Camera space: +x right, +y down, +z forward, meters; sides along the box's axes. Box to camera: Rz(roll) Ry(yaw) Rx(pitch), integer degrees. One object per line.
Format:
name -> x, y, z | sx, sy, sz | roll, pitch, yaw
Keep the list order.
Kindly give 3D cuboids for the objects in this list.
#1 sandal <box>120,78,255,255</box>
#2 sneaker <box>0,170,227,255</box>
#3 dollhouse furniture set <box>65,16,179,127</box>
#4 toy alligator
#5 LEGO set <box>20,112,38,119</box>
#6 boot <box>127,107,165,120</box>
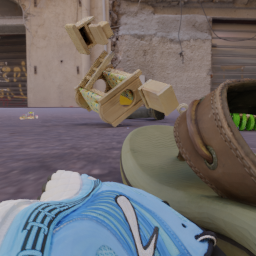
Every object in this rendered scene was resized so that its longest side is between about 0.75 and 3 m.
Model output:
sandal -> 0.712, 0.160, 1.180 | 1.075, 0.773, 2.708 | -1, 5, -17
sneaker -> 0.027, 0.359, 0.625 | 0.581, 0.506, 1.291 | 3, 5, -5
dollhouse furniture set -> -0.578, -1.441, 7.382 | 1.629, 2.591, 2.930 | -40, 34, -16
toy alligator -> 2.513, -0.254, 6.849 | 2.582, 0.766, 0.700 | 0, 46, 0
LEGO set -> -4.251, -0.531, 11.910 | 0.793, 0.295, 0.365 | -4, 7, -41
boot -> 0.473, -0.682, 11.497 | 1.863, 0.676, 1.694 | 9, -6, 20
